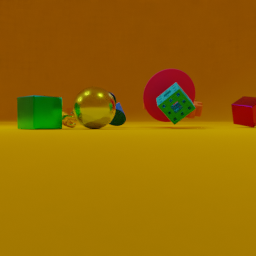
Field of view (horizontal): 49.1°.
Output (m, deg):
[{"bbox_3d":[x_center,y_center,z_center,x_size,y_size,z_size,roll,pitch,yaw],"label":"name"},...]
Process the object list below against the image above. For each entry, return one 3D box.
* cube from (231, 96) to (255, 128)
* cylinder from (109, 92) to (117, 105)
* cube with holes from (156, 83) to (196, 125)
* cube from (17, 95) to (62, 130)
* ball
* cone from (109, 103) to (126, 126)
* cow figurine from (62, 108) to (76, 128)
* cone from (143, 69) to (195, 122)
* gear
[{"bbox_3d":[3.940,-0.544,9.167,0.735,0.735,0.735,-29,27,-29],"label":"cube"},{"bbox_3d":[-0.909,-0.895,9.319,0.788,0.788,0.788,-1,19,-36],"label":"cylinder"},{"bbox_3d":[1.300,-0.680,7.705,0.721,0.721,0.721,-39,15,16],"label":"cube with holes"},{"bbox_3d":[-2.308,-0.392,7.335,0.843,0.843,0.843,1,2,41],"label":"cube"},{"bbox_3d":[-0.909,-0.543,7.571,1.151,1.151,1.151,0,1,0],"label":"ball"},{"bbox_3d":[-0.406,-0.664,10.236,0.850,0.850,0.853,0,44,14],"label":"cone"},{"bbox_3d":[-2.063,-0.345,8.702,1.002,0.559,1.019,13,30,4],"label":"cow figurine"},{"bbox_3d":[1.106,-1.208,9.131,1.629,1.629,1.636,0,19,-11],"label":"cone"},{"bbox_3d":[1.629,-0.819,10.228,2.097,0.388,2.097,5,18,-1],"label":"gear"}]
